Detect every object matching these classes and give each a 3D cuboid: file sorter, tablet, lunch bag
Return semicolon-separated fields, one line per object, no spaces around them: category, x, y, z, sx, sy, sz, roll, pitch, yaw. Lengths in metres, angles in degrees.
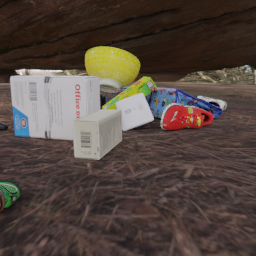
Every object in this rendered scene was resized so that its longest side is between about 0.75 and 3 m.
file sorter;-0.054;-1.531;15.160;2.041;1.252;1.416;10;15;40
tablet;0.212;-0.684;11.034;1.253;0.131;1.925;-20;39;3
lunch bag;2.727;-0.951;13.099;2.933;1.379;2.208;8;6;-27

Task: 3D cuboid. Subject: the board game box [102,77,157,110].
board game box;0.014;-1.388;12.855;2.518;0.600;1.279;-36;14;0

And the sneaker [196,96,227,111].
sneaker;4.201;-1.331;15.297;2.124;0.787;0.940;7;12;33

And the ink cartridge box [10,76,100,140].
ink cartridge box;-2.390;-0.724;9.406;2.771;2.029;1.190;3;12;15

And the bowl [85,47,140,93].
bowl;-0.876;-2.690;14.163;2.879;1.549;2.879;8;-13;2

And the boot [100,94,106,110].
boot;-2.220;-1.372;15.791;1.710;0.886;2.618;-4;4;4

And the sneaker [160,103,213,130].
sneaker;2.304;-0.403;10.596;2.583;0.995;1.097;-10;20;-39

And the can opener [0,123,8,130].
can opener;-5.274;-0.136;10.365;1.597;0.628;0.506;10;-3;5

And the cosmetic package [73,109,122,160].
cosmetic package;-0.787;0.105;7.948;0.733;1.039;2.006;3;11;14

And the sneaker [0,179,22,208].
sneaker;-2.464;1.085;4.649;1.239;0.483;0.528;0;12;-3

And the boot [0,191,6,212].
boot;-2.613;1.315;3.339;1.671;0.576;1.793;-10;10;3

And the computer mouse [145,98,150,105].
computer mouse;0.889;-1.643;17.756;1.992;0.458;1.399;-5;10;21
